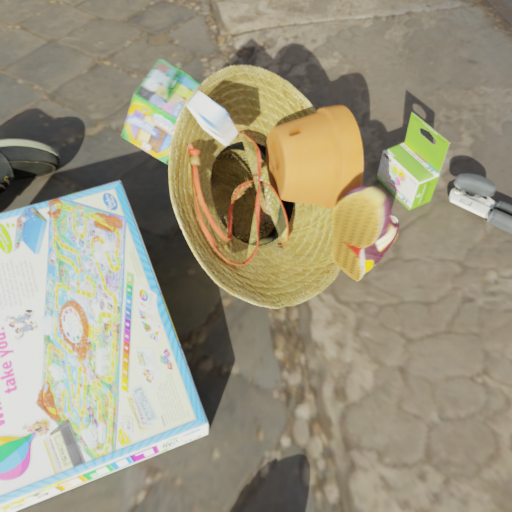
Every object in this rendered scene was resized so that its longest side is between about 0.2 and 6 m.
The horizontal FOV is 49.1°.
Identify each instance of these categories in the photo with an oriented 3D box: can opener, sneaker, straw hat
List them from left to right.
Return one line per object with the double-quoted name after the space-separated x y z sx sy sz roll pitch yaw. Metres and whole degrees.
-5.321 -1.335 11.167 3.079 1.152 1.636 -12 78 -38 "sneaker"
-0.350 -1.061 10.265 1.919 4.534 4.534 -15 36 44 "straw hat"
1.933 -0.577 9.499 0.929 2.480 1.117 42 70 18 "sneaker"
4.902 -0.943 11.094 2.184 0.730 0.583 29 57 22 "can opener"

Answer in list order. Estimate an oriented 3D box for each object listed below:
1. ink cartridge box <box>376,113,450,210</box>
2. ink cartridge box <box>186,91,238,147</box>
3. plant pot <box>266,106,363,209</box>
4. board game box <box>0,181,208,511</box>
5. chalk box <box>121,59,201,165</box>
3.129 -1.904 11.334 0.591 1.560 1.153 -24 55 -18 "ink cartridge box"
-0.638 -2.030 8.335 0.543 0.742 0.318 39 86 20 "ink cartridge box"
0.942 -1.677 9.907 1.280 1.828 1.828 -8 51 -13 "plant pot"
-2.945 1.150 8.845 3.059 0.779 4.550 -17 64 -14 "board game box"
-1.516 -2.532 9.527 0.995 1.608 1.000 31 60 -10 "chalk box"
